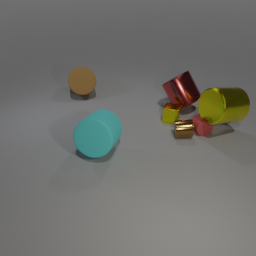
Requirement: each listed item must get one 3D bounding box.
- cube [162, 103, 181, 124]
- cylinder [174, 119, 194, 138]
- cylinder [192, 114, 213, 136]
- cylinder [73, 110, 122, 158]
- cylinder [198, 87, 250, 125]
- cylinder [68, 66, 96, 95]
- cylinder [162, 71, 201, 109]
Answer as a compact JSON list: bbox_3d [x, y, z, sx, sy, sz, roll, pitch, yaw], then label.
[{"bbox_3d":[1.947,-0.641,12.457,0.700,0.700,0.700,9,31,15],"label":"cube"},{"bbox_3d":[2.224,0.024,11.199,0.700,0.700,0.700,-4,29,4],"label":"cylinder"},{"bbox_3d":[3.044,-0.133,11.556,0.700,0.700,0.700,-5,30,-9],"label":"cylinder"},{"bbox_3d":[-1.040,0.168,10.003,1.400,1.400,1.400,6,18,11],"label":"cylinder"},{"bbox_3d":[3.723,-0.879,10.918,1.400,1.400,1.400,-6,29,-29],"label":"cylinder"},{"bbox_3d":[-2.412,-2.501,14.692,1.400,1.400,1.400,-5,14,-10],"label":"cylinder"},{"bbox_3d":[2.516,-1.743,13.117,1.400,1.400,1.400,-29,5,3],"label":"cylinder"}]
